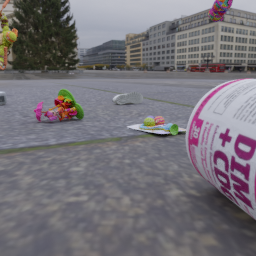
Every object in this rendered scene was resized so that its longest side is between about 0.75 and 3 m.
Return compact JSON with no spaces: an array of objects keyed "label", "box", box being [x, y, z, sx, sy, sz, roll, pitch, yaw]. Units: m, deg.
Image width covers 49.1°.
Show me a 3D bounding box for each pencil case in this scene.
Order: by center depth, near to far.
[{"label":"pencil case","box":[3.131,-4.063,9.455,0.597,0.597,1.351,1,2,7]}]

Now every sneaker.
[{"label":"sneaker","box":[0.000,-1.450,13.720,1.567,0.599,0.631,-5,3,-29]}]

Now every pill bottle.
[{"label":"pill bottle","box":[1.776,0.351,2.675,1.536,1.536,2.709,-3,12,-12]}]

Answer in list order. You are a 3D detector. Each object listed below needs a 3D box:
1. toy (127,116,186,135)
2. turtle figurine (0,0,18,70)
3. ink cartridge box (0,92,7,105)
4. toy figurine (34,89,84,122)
[{"label":"toy","box":[0.774,-0.125,7.772,0.930,0.381,1.615,-7,14,-32]},{"label":"turtle figurine","box":[-3.648,-2.445,7.888,1.724,2.137,0.688,-10,-13,33]},{"label":"ink cartridge box","box":[-7.467,-1.305,12.753,2.815,0.803,2.288,8,14,15]},{"label":"toy figurine","box":[-2.360,-0.530,9.149,1.382,1.037,1.272,35,44,27]}]
